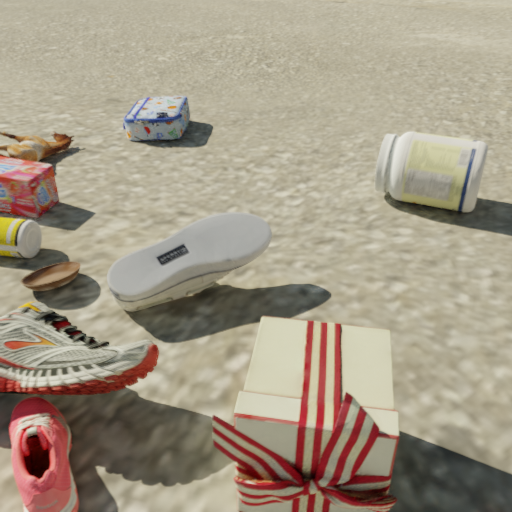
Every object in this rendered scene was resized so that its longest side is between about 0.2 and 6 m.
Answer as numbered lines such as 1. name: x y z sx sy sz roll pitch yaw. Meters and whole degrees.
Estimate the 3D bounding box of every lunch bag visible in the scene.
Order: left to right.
1. lunch bag: -2.604 -3.607 14.616 1.580 0.745 1.972 1 32 5

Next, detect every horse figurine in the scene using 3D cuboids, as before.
1. horse figurine: -5.421 -2.441 12.754 1.656 0.624 2.498 19 25 -2

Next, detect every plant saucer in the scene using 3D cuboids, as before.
1. plant saucer: -3.213 0.342 8.831 0.932 0.170 0.932 -10 20 4

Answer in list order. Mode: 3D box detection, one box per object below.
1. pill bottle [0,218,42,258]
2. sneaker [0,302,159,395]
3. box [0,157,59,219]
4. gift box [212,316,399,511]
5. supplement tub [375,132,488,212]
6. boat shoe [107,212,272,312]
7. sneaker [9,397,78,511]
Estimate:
1. pill bottle: -4.361 -0.331 9.594 1.172 0.652 0.652 5 33 8
2. sneaker: -2.456 1.053 6.522 2.689 1.047 1.105 0 75 9
3. box: -4.868 -1.388 11.021 1.679 0.837 0.802 11 35 13
4. gift box: 0.532 1.615 5.595 1.651 1.790 1.671 1 34 10
5. supplement tub: 3.414 -1.677 10.989 1.910 1.385 1.385 13 35 20
6. boat shoe: -0.964 0.150 8.565 2.589 0.904 0.918 -25 65 -20
7. sneaker: -2.260 1.971 5.910 0.642 0.755 1.742 -15 34 -23
